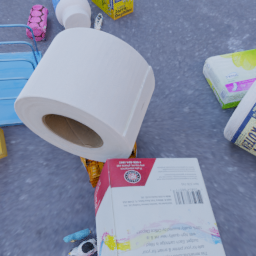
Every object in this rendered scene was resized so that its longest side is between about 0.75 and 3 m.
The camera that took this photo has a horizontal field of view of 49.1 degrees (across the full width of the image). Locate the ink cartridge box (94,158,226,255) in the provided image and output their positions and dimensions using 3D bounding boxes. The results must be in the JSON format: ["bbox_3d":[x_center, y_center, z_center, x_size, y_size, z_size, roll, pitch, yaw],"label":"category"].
[{"bbox_3d":[0.499,2.336,5.842,2.074,2.065,2.855,3,55,-16],"label":"ink cartridge box"}]

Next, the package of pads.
[{"bbox_3d":[3.972,-1.761,9.453,2.414,0.823,1.865,-12,55,-7],"label":"package of pads"}]

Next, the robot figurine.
[{"bbox_3d":[-0.639,0.278,8.165,1.950,0.783,2.690,-13,57,-6],"label":"robot figurine"}]

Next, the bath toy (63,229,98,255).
[{"bbox_3d":[-0.933,3.150,6.407,0.579,0.681,1.566,2,48,-49],"label":"bath toy"}]

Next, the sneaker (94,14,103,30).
[{"bbox_3d":[-1.227,-4.347,11.511,0.319,0.322,0.888,5,58,2],"label":"sneaker"}]

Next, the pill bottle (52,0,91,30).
[{"bbox_3d":[-2.269,-4.879,11.228,1.393,1.393,2.482,-14,58,-9],"label":"pill bottle"}]

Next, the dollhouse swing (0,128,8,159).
[{"bbox_3d":[-4.402,0.422,7.751,1.540,1.354,1.400,-18,59,-11],"label":"dollhouse swing"}]

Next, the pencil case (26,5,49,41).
[{"bbox_3d":[-3.567,-4.237,11.206,0.771,0.747,1.646,-24,55,26],"label":"pencil case"}]

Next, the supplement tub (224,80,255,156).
[{"bbox_3d":[4.343,0.094,7.517,2.874,2.083,2.083,34,63,20],"label":"supplement tub"}]

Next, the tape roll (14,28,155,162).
[{"bbox_3d":[-0.942,-0.653,6.695,2.813,2.813,1.931,15,63,10],"label":"tape roll"}]

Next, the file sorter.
[{"bbox_3d":[-3.660,-1.586,8.540,1.841,1.627,2.653,-6,69,-9],"label":"file sorter"}]

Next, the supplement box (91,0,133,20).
[{"bbox_3d":[-0.737,-5.677,11.944,1.044,1.050,1.917,-32,61,-18],"label":"supplement box"}]
